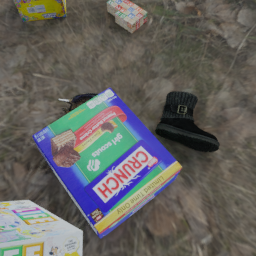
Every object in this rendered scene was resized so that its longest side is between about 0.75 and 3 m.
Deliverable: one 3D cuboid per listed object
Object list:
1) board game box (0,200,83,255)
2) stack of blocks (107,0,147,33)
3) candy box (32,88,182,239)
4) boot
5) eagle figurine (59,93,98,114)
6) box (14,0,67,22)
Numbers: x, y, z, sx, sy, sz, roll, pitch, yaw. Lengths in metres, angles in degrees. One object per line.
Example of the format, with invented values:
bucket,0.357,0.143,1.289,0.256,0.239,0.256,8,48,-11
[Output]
board game box,-1.997,1.493,3.983,1.776,2.642,0.452,5,83,-33
stack of blocks,-0.101,-3.780,9.221,1.301,0.381,0.749,40,71,17
candy box,-0.528,0.739,6.672,2.305,1.050,2.727,-35,70,-17
boot,1.674,-0.217,7.353,1.740,0.655,1.301,21,66,10
eagle figurine,-1.264,-0.686,7.611,1.035,0.781,0.785,-43,61,-7
box,-2.864,-4.420,9.241,1.472,0.898,1.418,-7,64,-3
